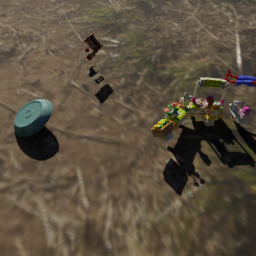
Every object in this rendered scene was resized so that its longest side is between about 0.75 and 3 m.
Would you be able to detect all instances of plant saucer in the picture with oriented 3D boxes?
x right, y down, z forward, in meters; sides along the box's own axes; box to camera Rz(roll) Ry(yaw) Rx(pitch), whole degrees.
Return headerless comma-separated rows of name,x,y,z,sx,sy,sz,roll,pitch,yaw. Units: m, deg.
plant saucer,-2.422,-0.308,6.986,1.160,0.208,1.160,-15,50,19

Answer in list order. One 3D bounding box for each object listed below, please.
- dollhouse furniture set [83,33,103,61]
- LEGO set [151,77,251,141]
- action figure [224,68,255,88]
dollhouse furniture set,-1.209,-2.497,8.844,0.482,0.896,0.364,48,55,-8
LEGO set,1.660,-0.565,6.749,2.607,0.970,1.199,-9,40,-19
action figure,3.201,-1.145,7.033,1.469,0.380,0.481,23,46,19
